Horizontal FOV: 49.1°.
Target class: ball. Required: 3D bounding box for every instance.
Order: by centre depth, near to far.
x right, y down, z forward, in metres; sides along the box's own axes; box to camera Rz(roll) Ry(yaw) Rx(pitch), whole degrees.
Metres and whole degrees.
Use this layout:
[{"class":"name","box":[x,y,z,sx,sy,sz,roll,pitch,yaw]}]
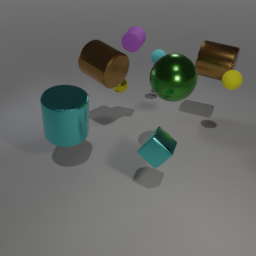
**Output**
[{"class":"ball","box":[1.337,-1.477,8.268,1.400,1.400,1.400,0,29,0]},{"class":"ball","box":[3.743,-1.727,10.068,0.700,0.700,0.700,0,29,0]},{"class":"ball","box":[-0.364,-1.887,12.236,0.700,0.700,0.700,0,29,0]},{"class":"ball","box":[1.408,-3.258,12.899,0.700,0.700,0.700,0,29,0]}]

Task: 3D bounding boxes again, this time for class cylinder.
[{"class":"cylinder","box":[-1.905,-0.383,8.590,1.400,1.400,1.400,4,40,-4]},{"class":"cylinder","box":[0.211,-3.148,9.914,0.700,0.700,0.700,10,41,18]},{"class":"cylinder","box":[-0.903,-2.406,10.549,1.400,1.400,1.400,35,42,26]},{"class":"cylinder","box":[3.594,-2.691,11.324,1.400,1.400,1.400,20,34,20]}]

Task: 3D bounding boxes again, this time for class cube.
[{"class":"cube","box":[0.796,0.522,7.546,0.700,0.700,0.700,42,33,-3]}]
